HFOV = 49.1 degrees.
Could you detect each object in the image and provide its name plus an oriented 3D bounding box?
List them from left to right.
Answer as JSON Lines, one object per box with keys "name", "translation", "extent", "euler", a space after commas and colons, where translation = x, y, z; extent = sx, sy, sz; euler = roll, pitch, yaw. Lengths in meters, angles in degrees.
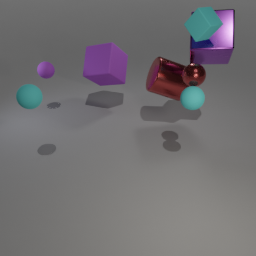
{"name": "ball", "translation": [-2.756, -0.875, 7.837], "extent": [0.700, 0.700, 0.700], "euler": [0, 30, 0]}
{"name": "ball", "translation": [-3.430, -2.420, 11.719], "extent": [0.700, 0.700, 0.700], "euler": [0, 30, 0]}
{"name": "cube", "translation": [-0.982, -2.782, 12.457], "extent": [1.400, 1.400, 1.400], "euler": [1, -10, 29]}
{"name": "cylinder", "translation": [1.600, -1.926, 11.035], "extent": [1.400, 1.400, 1.400], "euler": [16, 27, -14]}
{"name": "ball", "translation": [1.891, -0.876, 8.224], "extent": [0.700, 0.700, 0.700], "euler": [0, 30, 0]}
{"name": "ball", "translation": [1.970, -1.578, 8.363], "extent": [0.700, 0.700, 0.700], "euler": [0, 30, 0]}
{"name": "cube", "translation": [2.302, -3.171, 8.555], "extent": [0.700, 0.700, 0.700], "euler": [-23, 77, -37]}
{"name": "cube", "translation": [2.921, -3.149, 9.884], "extent": [1.400, 1.400, 1.400], "euler": [2, -8, 13]}
